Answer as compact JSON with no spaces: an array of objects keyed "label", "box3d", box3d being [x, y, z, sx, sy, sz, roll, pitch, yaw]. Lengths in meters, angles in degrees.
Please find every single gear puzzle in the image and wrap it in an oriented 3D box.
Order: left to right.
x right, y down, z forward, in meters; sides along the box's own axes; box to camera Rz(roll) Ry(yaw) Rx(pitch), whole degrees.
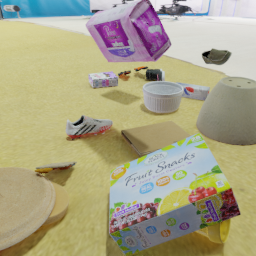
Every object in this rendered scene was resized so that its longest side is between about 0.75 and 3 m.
[{"label":"gear puzzle","box3d":[-1.890,1.053,7.242,0.817,0.206,1.577,-5,-2,6]}]

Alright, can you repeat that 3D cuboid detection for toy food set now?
[{"label":"toy food set","box3d":[-2.888,1.718,6.143,2.653,0.652,2.680,16,31,27]}]

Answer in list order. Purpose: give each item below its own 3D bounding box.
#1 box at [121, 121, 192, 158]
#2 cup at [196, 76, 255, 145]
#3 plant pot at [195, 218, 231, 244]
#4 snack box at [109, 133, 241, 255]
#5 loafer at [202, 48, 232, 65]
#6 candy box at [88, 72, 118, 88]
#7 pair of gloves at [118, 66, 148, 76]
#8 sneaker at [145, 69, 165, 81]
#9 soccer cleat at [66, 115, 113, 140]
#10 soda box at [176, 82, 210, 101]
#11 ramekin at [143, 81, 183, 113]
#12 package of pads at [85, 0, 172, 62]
[{"label":"box","box3d":[0.991,0.312,9.314,2.019,0.215,1.650,-11,29,-20]},{"label":"cup","box3d":[3.721,-0.772,9.736,2.460,1.759,2.460,0,27,0]},{"label":"plant pot","box3d":[1.639,1.884,5.770,0.758,0.805,0.805,1,24,35]},{"label":"snack box","box3d":[0.798,1.289,5.909,2.352,0.796,1.983,-23,26,9]},{"label":"loafer","box3d":[1.998,-1.651,6.449,0.310,0.335,0.890,35,-8,-23]},{"label":"candy box","box3d":[-1.278,-2.479,14.389,1.323,0.473,1.110,-9,29,-17]},{"label":"pair of gloves","box3d":[0.273,-3.159,15.571,1.624,0.201,1.447,-19,15,-14]},{"label":"sneaker","box3d":[1.412,-2.695,14.680,0.940,0.670,1.895,-3,22,-2]},{"label":"soccer cleat","box3d":[-1.299,-0.133,9.608,1.723,0.734,0.591,-14,31,-24]},{"label":"soda box","box3d":[2.873,-1.686,12.825,1.610,0.511,0.550,14,30,24]},{"label":"ramekin","box3d":[1.432,-1.282,11.661,1.674,0.879,1.674,0,27,0]},{"label":"package of pads","box3d":[-0.080,-2.597,7.747,0.909,1.448,2.403,-48,33,-17]}]
